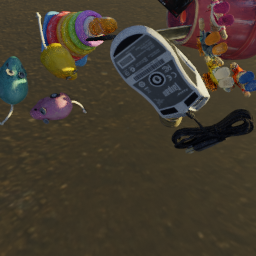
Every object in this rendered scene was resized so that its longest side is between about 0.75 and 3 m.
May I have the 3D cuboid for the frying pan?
[{"bbox_3d":[0.366,-1.930,5.921,2.212,0.360,1.338,-20,19,-29],"label":"frying pan"}]

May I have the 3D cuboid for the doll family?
[{"bbox_3d":[1.949,-1.631,6.277,1.045,2.320,1.440,-22,10,14],"label":"doll family"}]

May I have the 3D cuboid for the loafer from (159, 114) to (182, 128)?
[{"bbox_3d":[1.152,-0.830,7.318,0.654,0.580,1.720,4,62,8],"label":"loafer"}]

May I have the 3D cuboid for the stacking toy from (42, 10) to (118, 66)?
[{"bbox_3d":[-1.153,-2.589,7.526,1.509,1.427,2.599,7,0,-38],"label":"stacking toy"}]

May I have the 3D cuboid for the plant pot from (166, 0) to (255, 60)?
[{"bbox_3d":[2.498,-3.262,8.041,2.315,2.587,2.587,-7,43,-20],"label":"plant pot"}]

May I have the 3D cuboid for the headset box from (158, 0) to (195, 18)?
[{"bbox_3d":[1.198,-3.168,6.226,0.815,1.095,0.423,25,40,-39],"label":"headset box"}]

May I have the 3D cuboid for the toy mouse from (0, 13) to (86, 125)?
[{"bbox_3d":[-1.793,-0.661,5.601,2.040,2.295,0.444,-41,44,-4],"label":"toy mouse"}]

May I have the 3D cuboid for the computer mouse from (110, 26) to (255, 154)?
[{"bbox_3d":[0.923,-0.732,5.218,1.635,2.982,0.654,-26,29,35],"label":"computer mouse"}]
